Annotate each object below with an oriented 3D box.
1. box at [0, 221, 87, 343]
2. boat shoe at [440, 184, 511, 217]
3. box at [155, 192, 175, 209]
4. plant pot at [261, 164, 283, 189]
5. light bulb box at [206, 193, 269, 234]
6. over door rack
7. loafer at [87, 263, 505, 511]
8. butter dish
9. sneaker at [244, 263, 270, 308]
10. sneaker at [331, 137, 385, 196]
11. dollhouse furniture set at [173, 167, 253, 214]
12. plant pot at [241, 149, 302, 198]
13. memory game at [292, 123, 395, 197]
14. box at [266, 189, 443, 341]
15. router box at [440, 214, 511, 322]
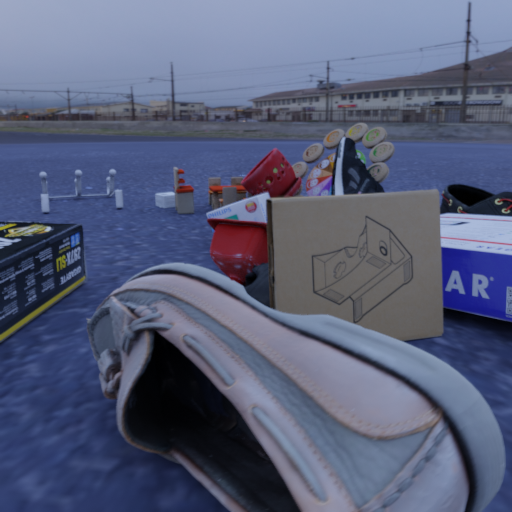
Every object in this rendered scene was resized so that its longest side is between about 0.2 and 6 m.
[{"bbox_3d":[-4.075,0.384,6.022,3.103,0.959,3.886,3,15,5],"label":"box"},{"bbox_3d":[4.197,-0.575,9.649,1.232,1.055,3.368,-1,16,-12],"label":"boat shoe"},{"bbox_3d":[-2.242,-1.424,14.328,0.507,0.331,0.504,-11,18,-36],"label":"box"},{"bbox_3d":[0.569,-1.630,14.084,1.092,1.092,1.037,-1,27,-5],"label":"plant pot"},{"bbox_3d":[-0.233,-0.671,10.011,0.985,0.620,0.994,-17,7,15],"label":"light bulb box"},{"bbox_3d":[-4.585,-1.764,14.608,1.941,0.875,2.627,-6,16,-19],"label":"over door rack"},{"bbox_3d":[-0.364,0.832,3.518,1.094,1.251,3.478,-25,21,-37],"label":"loafer"},{"bbox_3d":[-0.140,0.088,7.568,1.148,0.848,1.145,8,-29,38],"label":"butter dish"},{"bbox_3d":[0.411,0.276,6.837,0.946,0.792,2.084,3,13,25],"label":"sneaker"},{"bbox_3d":[2.024,-1.308,11.103,1.048,0.906,2.394,5,59,4],"label":"sneaker"},{"bbox_3d":[-0.942,-1.606,13.543,2.040,1.062,2.062,-3,15,-13],"label":"dollhouse furniture set"},{"bbox_3d":[0.384,-1.639,12.281,1.006,1.104,1.104,42,9,-11],"label":"plant pot"},{"bbox_3d":[1.729,-1.873,12.435,2.854,2.854,0.182,17,-21,50],"label":"memory game"},{"bbox_3d":[1.033,0.143,5.671,1.905,1.558,0.203,-4,6,-18],"label":"box"},{"bbox_3d":[2.968,0.006,7.363,2.702,0.735,3.011,-11,13,-35],"label":"router box"}]
